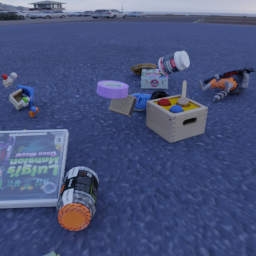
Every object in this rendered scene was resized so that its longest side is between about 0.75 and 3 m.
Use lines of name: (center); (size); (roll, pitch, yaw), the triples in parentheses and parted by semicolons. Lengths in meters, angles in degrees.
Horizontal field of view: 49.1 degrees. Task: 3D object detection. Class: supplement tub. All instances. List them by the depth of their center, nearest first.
supplement tub: (-1.219, 1.704, 6.884); (0.912, 0.912, 1.488); (-1, 25, -1)
supplement tub: (2.065, -2.931, 12.652); (1.209, 0.848, 0.848); (-12, 15, 37)

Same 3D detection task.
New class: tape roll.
tape roll: (-0.544, -1.373, 9.923); (1.093, 0.359, 1.093); (6, 24, -3)

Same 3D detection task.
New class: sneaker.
sneaker: (0.924, -1.209, 12.301); (2.239, 0.859, 1.246); (11, -9, 11)

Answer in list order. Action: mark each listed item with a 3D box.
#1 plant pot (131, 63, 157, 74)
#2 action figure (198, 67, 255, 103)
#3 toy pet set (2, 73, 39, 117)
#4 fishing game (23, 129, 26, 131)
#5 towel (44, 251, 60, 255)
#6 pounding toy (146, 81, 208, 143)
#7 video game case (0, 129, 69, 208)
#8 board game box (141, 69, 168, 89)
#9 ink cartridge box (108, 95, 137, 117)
plant pot: (0.997, -3.697, 17.707); (1.674, 0.230, 1.674); (-4, -5, 0)
action figure: (5.033, -2.185, 14.744); (2.850, 1.541, 2.946); (-11, 1, -34)
toy pet set: (-4.512, -1.498, 12.493); (1.072, 2.018, 1.885); (-42, 4, -29)
fishing game: (-4.552, 0.892, 8.865); (2.858, 0.444, 2.047); (-22, 34, -14)
towel: (-2.000, 3.035, 4.989); (1.867, 0.213, 1.341); (-13, 28, -23)
pounding toy: (1.985, -0.736, 11.064); (2.156, 1.533, 1.985); (-14, 30, -26)
video game case: (-3.141, 1.056, 7.864); (2.707, 0.316, 2.461); (-1, 49, -3)
board game box: (1.554, -2.896, 16.398); (1.517, 0.661, 2.057); (1, 27, 4)
ink cartridge box: (-0.198, -0.931, 10.905); (0.946, 0.779, 0.355); (19, -4, 29)
